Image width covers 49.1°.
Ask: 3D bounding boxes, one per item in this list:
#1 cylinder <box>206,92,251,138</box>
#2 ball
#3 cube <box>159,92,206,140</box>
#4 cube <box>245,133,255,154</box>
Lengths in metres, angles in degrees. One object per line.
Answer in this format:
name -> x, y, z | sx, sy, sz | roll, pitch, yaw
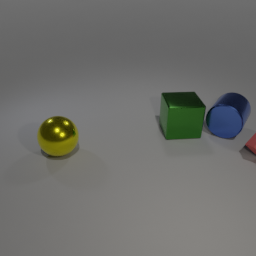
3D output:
cylinder -> 3.951, -0.518, 11.012 | 1.400, 1.400, 1.400 | 17, 34, 27
ball -> -2.404, 0.278, 9.656 | 1.400, 1.400, 1.400 | 0, 30, 0
cube -> 2.081, -0.512, 11.012 | 1.400, 1.400, 1.400 | -2, 30, -5
cube -> 4.534, 0.568, 9.362 | 0.700, 0.700, 0.700 | 42, 3, -3
